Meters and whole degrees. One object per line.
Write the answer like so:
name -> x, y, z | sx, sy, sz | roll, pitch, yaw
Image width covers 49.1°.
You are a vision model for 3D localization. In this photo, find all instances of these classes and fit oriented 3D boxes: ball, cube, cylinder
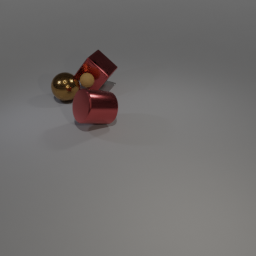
ball -> -3.051, -2.016, 13.710 | 1.400, 1.400, 1.400 | 0, 32, 0
ball -> -2.003, -2.335, 13.697 | 0.700, 0.700, 0.700 | 0, 32, 0
cube -> -1.655, -2.942, 14.613 | 1.400, 1.400, 1.400 | 41, 37, -9
cylinder -> -1.357, -0.869, 11.582 | 1.400, 1.400, 1.400 | 1, 25, -40
